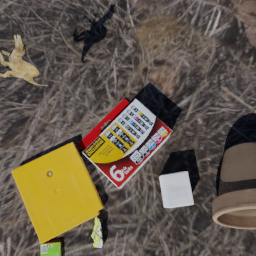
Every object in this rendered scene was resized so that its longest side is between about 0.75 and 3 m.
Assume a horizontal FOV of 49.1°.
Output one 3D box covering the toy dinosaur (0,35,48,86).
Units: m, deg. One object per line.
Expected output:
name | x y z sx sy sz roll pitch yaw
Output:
toy dinosaur | -3.047 -1.624 7.829 1.213 2.398 0.698 11 68 2

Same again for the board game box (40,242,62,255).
board game box | -2.495 4.483 9.117 0.664 0.208 1.390 -5 73 0

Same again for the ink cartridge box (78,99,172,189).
ink cartridge box | -0.210 0.379 9.688 2.274 1.086 2.591 42 80 10

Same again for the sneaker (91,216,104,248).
sneaker | -1.036 3.450 9.283 0.383 0.378 1.003 -6 74 -2

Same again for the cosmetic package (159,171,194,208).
cosmetic package | 1.589 2.061 9.361 0.893 0.892 1.083 -7 77 -2

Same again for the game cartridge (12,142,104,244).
game cartridge | -2.386 2.155 9.620 2.354 0.433 2.670 -25 80 -6

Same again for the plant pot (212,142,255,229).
plant pot | 3.906 1.772 8.850 2.613 2.613 2.279 3 57 1
